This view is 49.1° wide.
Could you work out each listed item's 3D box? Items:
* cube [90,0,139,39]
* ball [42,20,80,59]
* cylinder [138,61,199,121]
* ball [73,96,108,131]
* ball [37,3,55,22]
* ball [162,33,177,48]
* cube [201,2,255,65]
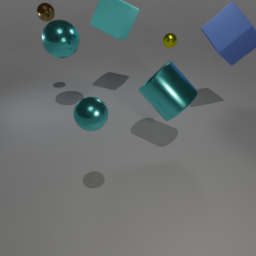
[{"bbox_3d":[-0.545,-4.747,11.949,1.400,1.400,1.400,29,22,4],"label":"cube"},{"bbox_3d":[-2.535,-3.346,10.579,1.400,1.400,1.400,0,33,0],"label":"ball"},{"bbox_3d":[1.290,-1.190,9.039,1.400,1.400,1.400,47,40,-5],"label":"cylinder"},{"bbox_3d":[-0.744,-0.283,5.628,0.700,0.700,0.700,0,33,0],"label":"ball"},{"bbox_3d":[-3.272,-4.609,11.149,0.700,0.700,0.700,0,33,0],"label":"ball"},{"bbox_3d":[1.986,-4.135,13.279,0.700,0.700,0.700,0,33,0],"label":"ball"},{"bbox_3d":[3.904,-3.495,10.522,1.400,1.400,1.400,15,45,-48],"label":"cube"}]
